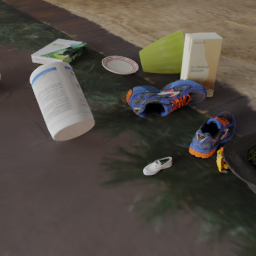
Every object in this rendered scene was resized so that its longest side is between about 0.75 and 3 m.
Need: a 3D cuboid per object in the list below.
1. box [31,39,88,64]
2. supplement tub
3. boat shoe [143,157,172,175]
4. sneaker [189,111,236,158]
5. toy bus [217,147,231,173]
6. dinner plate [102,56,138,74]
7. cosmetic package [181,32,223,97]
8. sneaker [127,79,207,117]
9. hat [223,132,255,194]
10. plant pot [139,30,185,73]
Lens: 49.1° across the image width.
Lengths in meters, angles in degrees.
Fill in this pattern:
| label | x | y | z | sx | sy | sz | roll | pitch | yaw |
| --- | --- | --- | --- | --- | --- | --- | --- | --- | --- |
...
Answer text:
| label | x | y | z | sx | sy | sz | roll | pitch | yaw |
| --- | --- | --- | --- | --- | --- | --- | --- | --- | --- |
| box | -3.091 | -3.485 | 12.885 | 1.608 | 0.405 | 2.229 | 13 | 40 | 17 |
| supplement tub | -1.859 | -0.757 | 7.914 | 1.279 | 1.279 | 1.939 | -18 | 74 | -22 |
| boat shoe | 0.754 | 0.926 | 7.123 | 0.813 | 0.271 | 0.299 | -20 | 45 | -22 |
| sneaker | 2.502 | 0.039 | 7.889 | 0.781 | 0.813 | 2.073 | 26 | 44 | 28 |
| toy bus | 2.583 | 0.738 | 7.270 | 0.782 | 0.531 | 0.751 | -12 | 26 | -11 |
| dinner plate | -0.330 | -2.615 | 11.787 | 1.544 | 0.187 | 1.544 | 7 | 40 | -6 |
| cosmetic package | 2.475 | -2.143 | 9.674 | 1.105 | 2.100 | 0.746 | -5 | 34 | -5 |
| sneaker | 1.319 | -0.836 | 9.118 | 2.630 | 0.991 | 1.031 | -10 | 50 | -4 |
| hat | 3.453 | 1.092 | 6.348 | 2.591 | 1.045 | 2.591 | -2 | 28 | 1 |
| plant pot | 1.419 | -2.874 | 11.316 | 1.786 | 1.671 | 1.671 | -12 | 36 | 9 |
